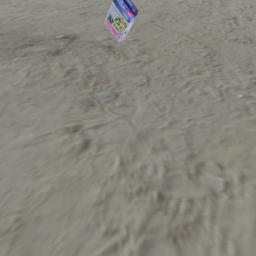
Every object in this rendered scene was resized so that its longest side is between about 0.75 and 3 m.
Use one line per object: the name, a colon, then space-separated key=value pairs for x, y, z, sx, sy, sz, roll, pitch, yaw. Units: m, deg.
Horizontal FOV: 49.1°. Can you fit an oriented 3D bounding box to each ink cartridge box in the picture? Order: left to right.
ink cartridge box: x=-0.230 y=-3.470 z=8.776 sx=0.305 sy=1.451 sz=0.866 roll=-33 pitch=87 yaw=-28
